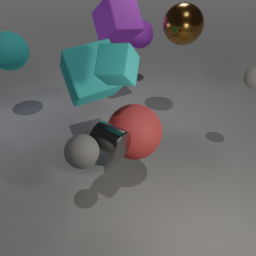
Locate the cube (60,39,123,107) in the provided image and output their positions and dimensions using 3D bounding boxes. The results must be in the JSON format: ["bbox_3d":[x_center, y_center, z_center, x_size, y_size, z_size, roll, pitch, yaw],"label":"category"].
[{"bbox_3d":[-1.105,-1.585,8.292,1.400,1.400,1.400,-19,0,-16],"label":"cube"}]

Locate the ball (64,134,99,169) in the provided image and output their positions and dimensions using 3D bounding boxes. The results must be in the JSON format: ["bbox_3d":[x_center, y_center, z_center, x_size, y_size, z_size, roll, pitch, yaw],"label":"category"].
[{"bbox_3d":[-0.925,0.468,5.599,0.700,0.700,0.700,0,30,0],"label":"ball"}]

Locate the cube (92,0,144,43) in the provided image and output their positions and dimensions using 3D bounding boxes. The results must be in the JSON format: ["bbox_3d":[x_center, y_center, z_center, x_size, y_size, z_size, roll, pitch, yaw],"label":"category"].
[{"bbox_3d":[-0.424,-4.340,11.373,1.400,1.400,1.400,-14,-1,-34],"label":"cube"}]

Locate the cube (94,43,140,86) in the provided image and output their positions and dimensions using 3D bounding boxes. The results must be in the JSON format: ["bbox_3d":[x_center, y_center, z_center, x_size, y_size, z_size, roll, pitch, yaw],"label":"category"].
[{"bbox_3d":[-0.218,-1.339,5.984,0.700,0.700,0.700,5,-8,21],"label":"cube"}]

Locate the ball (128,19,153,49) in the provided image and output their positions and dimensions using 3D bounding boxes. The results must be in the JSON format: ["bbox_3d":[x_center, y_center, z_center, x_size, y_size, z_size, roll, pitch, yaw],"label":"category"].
[{"bbox_3d":[0.568,-4.697,13.992,1.400,1.400,1.400,0,30,0],"label":"ball"}]

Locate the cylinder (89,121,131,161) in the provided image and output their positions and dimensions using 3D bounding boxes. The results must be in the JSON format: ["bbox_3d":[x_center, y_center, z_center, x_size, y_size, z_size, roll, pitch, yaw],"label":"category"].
[{"bbox_3d":[-0.400,0.281,6.189,0.700,0.700,0.700,23,37,23],"label":"cylinder"}]

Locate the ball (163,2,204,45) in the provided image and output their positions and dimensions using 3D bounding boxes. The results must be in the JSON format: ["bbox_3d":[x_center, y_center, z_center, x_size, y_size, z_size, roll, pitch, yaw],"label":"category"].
[{"bbox_3d":[1.920,-3.603,9.727,1.400,1.400,1.400,0,30,0],"label":"ball"}]

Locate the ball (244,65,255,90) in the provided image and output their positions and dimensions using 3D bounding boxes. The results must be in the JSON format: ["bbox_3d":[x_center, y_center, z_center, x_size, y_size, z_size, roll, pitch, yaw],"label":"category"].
[{"bbox_3d":[3.699,-1.453,8.037,0.700,0.700,0.700,0,30,0],"label":"ball"}]

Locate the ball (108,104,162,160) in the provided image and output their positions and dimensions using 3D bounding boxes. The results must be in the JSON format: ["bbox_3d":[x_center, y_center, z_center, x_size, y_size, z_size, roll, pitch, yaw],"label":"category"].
[{"bbox_3d":[0.155,0.095,7.064,1.400,1.400,1.400,0,30,0],"label":"ball"}]

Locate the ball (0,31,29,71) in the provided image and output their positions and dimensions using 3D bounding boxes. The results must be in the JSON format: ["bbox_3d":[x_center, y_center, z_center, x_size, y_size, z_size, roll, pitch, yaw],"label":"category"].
[{"bbox_3d":[-4.334,-2.794,10.198,1.400,1.400,1.400,0,30,0],"label":"ball"}]
